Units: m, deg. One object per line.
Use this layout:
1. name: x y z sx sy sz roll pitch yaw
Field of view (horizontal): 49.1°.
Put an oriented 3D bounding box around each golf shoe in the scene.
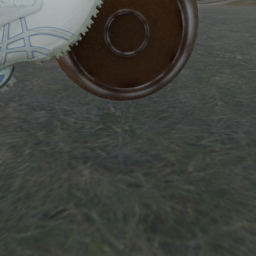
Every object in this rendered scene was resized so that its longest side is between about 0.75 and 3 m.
1. golf shoe: -1.349 -1.239 3.256 2.235 1.087 0.875 -34 53 4

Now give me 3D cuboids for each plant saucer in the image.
1. plant saucer: -0.035 -1.501 4.381 2.452 2.452 0.393 -3 27 -6
